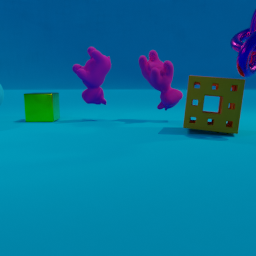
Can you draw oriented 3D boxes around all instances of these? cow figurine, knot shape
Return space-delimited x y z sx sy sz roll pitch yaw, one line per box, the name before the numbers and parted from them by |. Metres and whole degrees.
cow figurine | -1.007 -1.562 8.971 1.579 1.605 0.881 37 7 -40
knot shape | 2.900 -2.016 6.097 0.747 1.616 1.512 23 -30 -4
cow figurine | 1.049 -1.459 9.024 0.918 1.645 1.672 -31 52 -11

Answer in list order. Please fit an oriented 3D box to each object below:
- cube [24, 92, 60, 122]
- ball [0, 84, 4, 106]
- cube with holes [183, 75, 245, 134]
cube | -2.809 -0.700 9.231 0.908 0.908 0.908 -1 9 0
ball | -3.399 -0.788 6.556 0.909 0.909 0.909 0 9 0
cube with holes | 2.086 -0.593 6.960 1.225 1.225 1.225 7 7 13
